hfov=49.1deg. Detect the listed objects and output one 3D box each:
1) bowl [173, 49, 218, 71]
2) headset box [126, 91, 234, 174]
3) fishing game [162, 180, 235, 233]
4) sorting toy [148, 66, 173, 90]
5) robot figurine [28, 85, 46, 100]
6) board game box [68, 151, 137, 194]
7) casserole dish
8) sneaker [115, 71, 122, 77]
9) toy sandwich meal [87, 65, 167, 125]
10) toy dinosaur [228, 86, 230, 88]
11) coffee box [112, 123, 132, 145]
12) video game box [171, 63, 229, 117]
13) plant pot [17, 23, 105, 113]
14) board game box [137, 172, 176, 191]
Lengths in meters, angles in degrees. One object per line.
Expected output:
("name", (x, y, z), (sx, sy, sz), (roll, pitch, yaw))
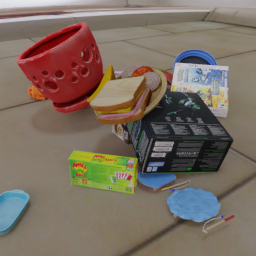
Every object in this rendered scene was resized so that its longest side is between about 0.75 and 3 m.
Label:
("bowl", (3.314, -2.906, 13.875), (2.166, 0.425, 2.166), (-1, 68, 2))
("headset box", (1.307, -0.047, 8.479), (2.396, 1.277, 2.752), (1, 37, -17))
("fishing game", (1.589, 1.890, 6.838), (1.272, 0.276, 1.776), (-15, 26, -25))
("sorting toy", (1.301, -2.355, 13.694), (1.522, 1.040, 2.533), (11, 16, -12))
("robot figurine", (-3.916, -1.630, 12.594), (1.051, 0.613, 0.756), (-6, 28, -9))
("board game box", (-0.647, 1.167, 7.433), (1.748, 0.888, 0.416), (6, 29, 10))
("casserole dish", (-2.889, 2.004, 6.618), (0.822, 0.263, 1.358), (5, 31, 9))
("sneaker", (-0.320, -2.645, 14.514), (1.264, 0.458, 0.720), (-20, 39, -31))
("toy sandwich meal", (-0.094, -1.090, 7.855), (2.500, 0.856, 2.500), (-16, 43, 16))
("toy dinosaur", (4.277, -2.543, 14.238), (0.967, 0.550, 1.820), (-8, 31, -16))
("coffee box", (-0.100, 0.059, 9.637), (0.414, 0.586, 1.037), (-13, 31, -32))
("video game box", (3.003, -1.681, 11.813), (2.320, 0.596, 2.546), (5, 53, 13))
("plant pot", (-2.137, -2.013, 9.973), (2.690, 2.449, 2.690), (-18, 31, 11))
("board game box", (0.767, 1.411, 7.725), (1.066, 0.208, 0.842), (-17, 29, -36))
